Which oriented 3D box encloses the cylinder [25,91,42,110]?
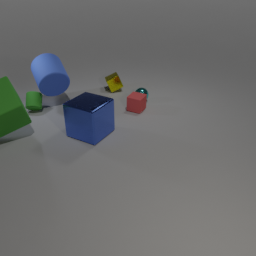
[{"bbox_3d":[-4.252,-1.220,12.669,0.700,0.700,0.700,-2,-13,0],"label":"cylinder"}]

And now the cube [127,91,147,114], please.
[{"bbox_3d":[0.394,-1.165,12.786,0.700,0.700,0.700,15,35,22],"label":"cube"}]

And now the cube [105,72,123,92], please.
[{"bbox_3d":[-0.740,-2.427,14.798,0.700,0.700,0.700,-26,29,1],"label":"cube"}]

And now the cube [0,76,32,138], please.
[{"bbox_3d":[-4.557,-0.716,10.094,1.400,1.400,1.400,-28,70,-14],"label":"cube"}]

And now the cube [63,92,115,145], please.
[{"bbox_3d":[-1.467,-0.407,10.788,1.400,1.400,1.400,16,33,26],"label":"cube"}]

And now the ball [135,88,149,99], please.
[{"bbox_3d":[0.658,-1.622,13.667,0.700,0.700,0.700,0,30,0],"label":"ball"}]

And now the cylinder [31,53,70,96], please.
[{"bbox_3d":[-3.507,-2.395,12.649,1.400,1.400,1.400,-15,56,-24],"label":"cylinder"}]
